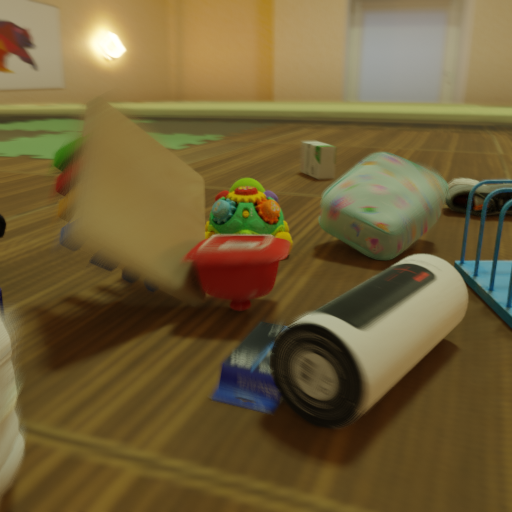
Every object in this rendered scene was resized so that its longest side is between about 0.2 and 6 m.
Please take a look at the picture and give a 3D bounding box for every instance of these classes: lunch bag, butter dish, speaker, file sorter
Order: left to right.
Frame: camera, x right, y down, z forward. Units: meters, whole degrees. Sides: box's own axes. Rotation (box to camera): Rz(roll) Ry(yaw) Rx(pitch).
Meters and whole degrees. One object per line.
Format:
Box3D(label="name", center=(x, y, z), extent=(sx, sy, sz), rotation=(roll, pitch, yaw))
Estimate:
Box3D(label="butter dish", center=(-0.182, 0.212, 6.208), extent=(1.085, 0.802, 1.082), rotation=(1, 12, 6))
Box3D(label="speaker", center=(1.087, 0.640, 4.914), extent=(0.870, 0.870, 2.142), rotation=(14, 23, 37))
Box3D(label="lunch bag", center=(1.900, -0.804, 8.484), extent=(1.474, 0.708, 1.838), rotation=(30, 49, 30))
Box3D(label="file sorter", center=(3.358, -0.059, 6.353), extent=(1.434, 1.268, 2.067), rotation=(-1, 19, 0))

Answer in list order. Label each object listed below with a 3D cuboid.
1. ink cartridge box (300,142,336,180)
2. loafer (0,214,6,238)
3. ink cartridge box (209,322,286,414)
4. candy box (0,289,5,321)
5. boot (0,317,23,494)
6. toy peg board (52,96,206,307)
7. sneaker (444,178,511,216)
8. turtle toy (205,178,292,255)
Box3D(label="ink cartridge box", center=(1.536, -2.413, 14.064), extent=(0.462, 0.815, 1.111), rotation=(-6, 20, -19))
Box3D(label="loafer", center=(-4.003, 0.190, 6.408), extent=(0.911, 1.040, 2.894), rotation=(28, 34, 18))
Box3D(label="ink cartridge box", center=(0.089, 0.945, 4.969), extent=(0.579, 0.228, 1.165), rotation=(9, 21, 19))
Box3D(label="candy box", center=(-3.354, 0.562, 5.833), extent=(0.892, 0.406, 1.055), rotation=(14, 22, 36))
Box3D(label="boot", center=(-2.204, 0.848, 3.926), extent=(0.847, 1.100, 2.302), rotation=(-9, 11, -30))
Box3D(label="toy peg board", center=(-1.489, -0.445, 6.335), extent=(0.897, 1.827, 1.835), rotation=(-22, -36, 28))
Box3D(label="sneaker", center=(4.419, -1.003, 10.236), extent=(1.927, 0.712, 0.764), rotation=(2, 27, 26))
Box3D(label="turtle toy", center=(-0.152, -0.623, 8.530), extent=(1.343, 0.932, 1.843), rotation=(0, 19, -1))
